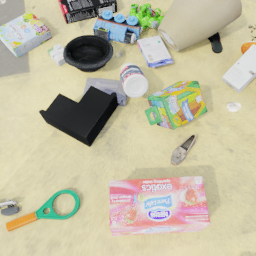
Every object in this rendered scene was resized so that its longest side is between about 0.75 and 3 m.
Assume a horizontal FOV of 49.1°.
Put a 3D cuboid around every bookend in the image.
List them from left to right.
[{"bbox_3d":[-1.823,-0.736,10.692,2.112,0.973,2.099,27,69,13],"label":"bookend"}]

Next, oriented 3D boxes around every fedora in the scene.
[{"bbox_3d":[-1.668,-3.041,12.049,2.128,0.972,2.128,0,61,0],"label":"fedora"}]

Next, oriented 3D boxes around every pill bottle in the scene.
[{"bbox_3d":[0.174,-1.951,11.027,0.954,0.954,1.596,-10,34,-5],"label":"pill bottle"}]

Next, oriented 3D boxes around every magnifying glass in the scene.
[{"bbox_3d":[-2.777,2.798,9.267,2.432,0.272,0.968,-19,63,-12],"label":"magnifying glass"}]

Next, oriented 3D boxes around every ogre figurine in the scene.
[{"bbox_3d":[0.880,-5.316,13.263,2.244,1.101,1.346,37,55,6],"label":"ogre figurine"}]

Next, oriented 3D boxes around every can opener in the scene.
[{"bbox_3d":[-4.424,2.676,9.215,1.570,0.413,0.522,-8,62,-4],"label":"can opener"}]

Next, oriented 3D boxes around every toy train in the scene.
[{"bbox_3d":[-0.487,-4.559,12.950,2.242,0.972,1.281,16,71,6],"label":"toy train"}]

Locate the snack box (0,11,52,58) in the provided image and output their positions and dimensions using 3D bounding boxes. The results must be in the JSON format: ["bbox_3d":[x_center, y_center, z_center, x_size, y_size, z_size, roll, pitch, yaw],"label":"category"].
[{"bbox_3d":[-4.814,-4.357,12.964,1.917,0.649,1.617,-39,69,-18],"label":"snack box"}]

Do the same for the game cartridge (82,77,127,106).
[{"bbox_3d":[-0.903,-1.514,11.601,1.807,0.347,1.171,7,57,4],"label":"game cartridge"}]

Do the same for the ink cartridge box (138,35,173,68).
[{"bbox_3d":[1.211,-3.358,12.560,1.075,0.378,1.801,-15,58,-10],"label":"ink cartridge box"}]

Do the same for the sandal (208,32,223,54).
[{"bbox_3d":[4.069,-4.174,13.011,0.602,0.383,1.601,-7,61,-4],"label":"sandal"}]

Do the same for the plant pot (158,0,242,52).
[{"bbox_3d":[2.829,-4.854,12.233,2.933,2.747,2.747,-42,67,4],"label":"plant pot"}]

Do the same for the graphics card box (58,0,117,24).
[{"bbox_3d":[-2.047,-6.278,13.998,2.712,0.690,1.701,-18,62,-8],"label":"graphics card box"}]

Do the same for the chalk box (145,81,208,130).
[{"bbox_3d":[1.621,-0.784,10.345,2.043,1.266,1.275,-28,107,-17],"label":"chalk box"}]

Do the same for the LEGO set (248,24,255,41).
[{"bbox_3d":[6.232,-4.409,13.107,1.024,0.447,1.577,-26,64,-13],"label":"LEGO set"}]

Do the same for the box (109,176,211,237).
[{"bbox_3d":[0.882,2.475,8.768,2.917,1.381,1.497,-2,61,-1],"label":"box"}]

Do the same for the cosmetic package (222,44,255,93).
[{"bbox_3d":[4.854,-2.417,11.506,0.923,0.672,1.815,44,97,21],"label":"cosmetic package"}]

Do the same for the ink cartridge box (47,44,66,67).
[{"bbox_3d":[-3.065,-3.253,12.506,0.653,0.377,0.894,-35,67,-18],"label":"ink cartridge box"}]

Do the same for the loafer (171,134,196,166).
[{"bbox_3d":[2.032,0.750,10.263,0.499,0.437,1.389,35,67,18],"label":"loafer"}]

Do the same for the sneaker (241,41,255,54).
[{"bbox_3d":[5.939,-2.678,11.838,1.125,1.065,2.918,-40,66,-11],"label":"sneaker"}]
